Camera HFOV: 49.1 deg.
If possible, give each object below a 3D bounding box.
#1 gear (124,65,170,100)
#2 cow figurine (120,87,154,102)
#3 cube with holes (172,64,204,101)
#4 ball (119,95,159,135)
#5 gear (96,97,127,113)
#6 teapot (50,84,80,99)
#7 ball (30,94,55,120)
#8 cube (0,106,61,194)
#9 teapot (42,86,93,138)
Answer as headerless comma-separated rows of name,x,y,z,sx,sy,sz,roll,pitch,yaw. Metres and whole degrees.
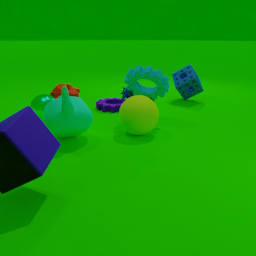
gear,0.560,-1.321,8.298,1.310,1.310,0.242,6,62,18
cow figurine,0.309,-1.133,10.207,1.046,0.584,1.063,19,9,-30
cube with holes,2.382,-1.818,11.198,0.851,0.851,0.851,-26,45,22
ball,0.290,-0.344,7.561,1.072,1.072,1.072,0,19,0
gear,-0.514,-0.855,10.266,1.295,0.240,1.295,0,20,0
teapot,-2.220,-1.159,9.842,1.050,0.827,1.688,31,25,15
ball,-2.524,-0.584,8.517,0.887,0.887,0.887,0,19,0
cube,-1.811,0.342,4.531,0.884,0.884,0.884,-25,23,20
teapot,-1.559,-0.360,7.084,1.298,1.022,2.087,-11,-14,-16
